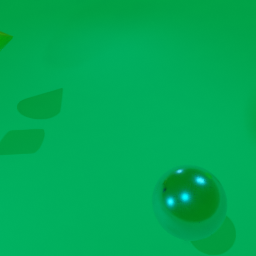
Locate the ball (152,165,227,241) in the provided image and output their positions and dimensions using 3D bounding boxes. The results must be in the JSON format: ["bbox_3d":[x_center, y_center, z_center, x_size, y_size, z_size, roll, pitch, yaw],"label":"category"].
[{"bbox_3d":[0.776,0.940,3.583,0.936,0.936,0.936,0,45,0],"label":"ball"}]

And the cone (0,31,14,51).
[{"bbox_3d":[-3.326,-2.094,6.738,1.383,1.383,1.389,24,35,23],"label":"cone"}]
